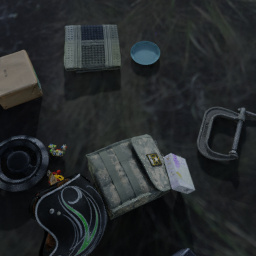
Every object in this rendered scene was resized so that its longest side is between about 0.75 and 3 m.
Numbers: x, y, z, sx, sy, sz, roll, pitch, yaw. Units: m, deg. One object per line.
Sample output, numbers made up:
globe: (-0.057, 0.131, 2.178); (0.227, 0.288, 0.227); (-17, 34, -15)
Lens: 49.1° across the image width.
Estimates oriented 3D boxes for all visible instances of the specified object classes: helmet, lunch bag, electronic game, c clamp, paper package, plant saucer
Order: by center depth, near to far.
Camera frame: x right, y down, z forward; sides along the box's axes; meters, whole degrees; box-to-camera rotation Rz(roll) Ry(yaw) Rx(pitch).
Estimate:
helmet: (-1.917, 2.998, 9.052); (2.567, 2.567, 2.447); (-27, 92, -11)
lunch bag: (0.202, 1.624, 10.124); (2.776, 1.632, 2.277); (-21, 67, -16)
electronic game: (-4.215, 1.336, 10.844); (2.263, 0.471, 2.263); (1, 66, -3)
c clamp: (4.136, 0.195, 11.415); (2.388, 0.379, 2.796); (23, 68, 10)
paper package: (-4.930, -2.111, 12.087); (1.897, 1.030, 1.990); (-23, 67, -10)
plant saucer: (0.811, -3.497, 13.170); (1.379, 0.189, 1.379); (0, 67, 0)

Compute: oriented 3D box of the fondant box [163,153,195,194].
fondant box: (1.835, 1.638, 10.075); (0.375, 0.929, 1.287); (-37, 48, 30)

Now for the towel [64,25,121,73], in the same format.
towel: (-1.700, -3.764, 13.225); (2.625, 0.471, 2.727); (-3, 64, -5)

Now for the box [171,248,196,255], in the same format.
box: (2.094, 5.017, 8.501); (1.240, 1.760, 2.378); (-39, 72, -16)

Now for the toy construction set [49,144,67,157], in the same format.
toy construction set: (-2.794, 0.868, 11.157); (0.757, 0.349, 0.497); (-1, 65, 11)

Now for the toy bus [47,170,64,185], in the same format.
toy bus: (-2.631, 2.017, 10.539); (0.481, 0.878, 0.930); (17, 59, -41)
